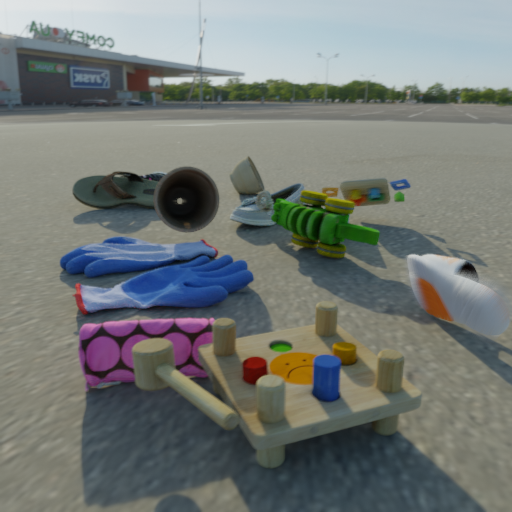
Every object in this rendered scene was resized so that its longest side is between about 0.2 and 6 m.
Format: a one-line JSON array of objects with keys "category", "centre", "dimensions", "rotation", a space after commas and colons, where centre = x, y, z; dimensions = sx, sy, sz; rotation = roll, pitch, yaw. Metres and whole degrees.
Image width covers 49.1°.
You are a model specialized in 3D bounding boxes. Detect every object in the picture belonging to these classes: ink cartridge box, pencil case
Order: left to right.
[{"category": "pencil case", "centre": [-1.221, 1.128, 6.524], "dimensions": [1.599, 0.749, 0.726], "rotation": [-4, -27, -10]}, {"category": "ink cartridge box", "centre": [1.813, -0.895, 12.635], "dimensions": [0.330, 0.563, 0.770], "rotation": [4, -10, 30]}]

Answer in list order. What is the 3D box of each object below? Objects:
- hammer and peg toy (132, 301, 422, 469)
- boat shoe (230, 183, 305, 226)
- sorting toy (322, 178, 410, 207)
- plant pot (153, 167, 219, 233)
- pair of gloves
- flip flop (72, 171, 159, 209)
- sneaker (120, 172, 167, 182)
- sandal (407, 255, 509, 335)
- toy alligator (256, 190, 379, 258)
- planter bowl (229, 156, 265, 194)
[{"category": "hammer and peg toy", "centre": [0.141, 1.303, 5.626], "dimensions": [2.519, 0.888, 1.853], "rotation": [-8, 21, -22]}, {"category": "boat shoe", "centre": [0.338, -1.260, 13.844], "dimensions": [2.492, 0.799, 0.919], "rotation": [-15, 23, -42]}, {"category": "sorting toy", "centre": [2.668, -1.469, 13.695], "dimensions": [2.137, 0.291, 1.203], "rotation": [-3, -21, 16]}, {"category": "plant pot", "centre": [-1.520, -1.144, 11.690], "dimensions": [1.324, 1.324, 1.154], "rotation": [-5, 4, -16]}, {"category": "pair of gloves", "centre": [-1.875, 0.171, 9.994], "dimensions": [2.973, 0.421, 3.698], "rotation": [-7, 19, -22]}, {"category": "flip flop", "centre": [-3.552, -1.860, 15.195], "dimensions": [2.834, 0.816, 1.149], "rotation": [5, 53, 4]}, {"category": "sneaker", "centre": [-3.416, -1.973, 16.232], "dimensions": [2.128, 0.785, 0.931], "rotation": [1, 17, 18]}, {"category": "sandal", "centre": [2.877, 0.497, 7.746], "dimensions": [0.645, 0.862, 2.250], "rotation": [-18, 18, -11]}, {"category": "toy alligator", "centre": [0.844, -0.801, 11.515], "dimensions": [1.015, 1.109, 3.740], "rotation": [0, 16, -40]}, {"category": "planter bowl", "centre": [-0.332, -2.354, 17.113], "dimensions": [0.784, 1.165, 1.165], "rotation": [-25, 14, 11]}]
